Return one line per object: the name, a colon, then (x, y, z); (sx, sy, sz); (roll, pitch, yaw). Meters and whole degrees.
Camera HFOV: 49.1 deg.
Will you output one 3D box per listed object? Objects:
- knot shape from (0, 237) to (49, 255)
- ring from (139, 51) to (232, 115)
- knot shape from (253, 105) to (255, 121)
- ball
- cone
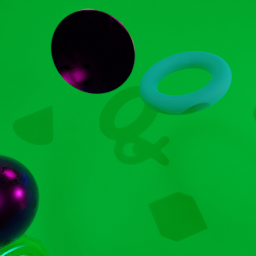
knot shape: (-1.901, 2.068, 4.006); (0.901, 1.951, 1.825); (-38, 86, -2)
ring: (1.182, -1.004, 5.988); (1.940, 0.388, 1.940); (-13, 42, 12)
knot shape: (2.363, -0.351, 4.002); (1.368, 1.462, 0.676); (11, 53, -31)
ball: (-1.672, 0.889, 3.398); (1.141, 1.141, 1.141); (0, 70, 0)
cone: (-0.415, -1.266, 4.209); (1.140, 1.140, 1.144); (7, 32, 3)
